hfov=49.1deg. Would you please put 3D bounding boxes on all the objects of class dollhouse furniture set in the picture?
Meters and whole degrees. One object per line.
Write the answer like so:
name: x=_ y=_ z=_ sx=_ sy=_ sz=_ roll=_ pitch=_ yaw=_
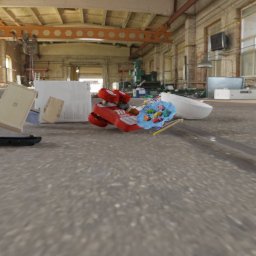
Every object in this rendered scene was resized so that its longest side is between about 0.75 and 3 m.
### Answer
dollhouse furniture set: x=-4.094 y=-0.224 z=11.199 sx=2.429 sy=1.679 sz=2.573 roll=20 pitch=-28 yaw=-11

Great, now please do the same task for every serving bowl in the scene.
serving bowl: x=3.030 y=-1.071 z=14.934 sx=2.755 sy=0.906 sz=2.755 roll=14 pitch=13 yaw=-3

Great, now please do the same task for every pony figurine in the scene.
pony figurine: x=1.914 y=-1.599 z=19.365 sx=1.705 sy=1.420 sz=1.646 roll=12 pitch=46 yaw=44

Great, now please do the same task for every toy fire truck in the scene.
toy fire truck: x=-0.214 y=-0.532 z=11.367 sx=2.119 sy=1.415 sz=2.523 roll=32 pitch=19 yaw=22

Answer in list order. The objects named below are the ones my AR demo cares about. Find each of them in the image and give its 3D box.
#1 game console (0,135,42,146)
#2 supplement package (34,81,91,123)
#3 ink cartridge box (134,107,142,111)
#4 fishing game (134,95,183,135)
game console: x=-3.958 y=0.293 z=8.138 sx=2.879 sy=0.347 sz=1.698 roll=1 pitch=8 yaw=2
supplement package: x=-3.285 y=-1.352 z=14.006 sx=2.595 sy=1.969 sz=1.955 roll=-2 pitch=8 yaw=-17
ink cartridge box: x=1.040 y=-0.830 z=15.639 sx=2.453 sy=0.541 sz=2.498 roll=4 pitch=11 yaw=20
fishing game: x=0.982 y=-0.563 z=10.252 sx=1.573 sy=0.342 sz=2.197 roll=-24 pitch=34 yaw=2
